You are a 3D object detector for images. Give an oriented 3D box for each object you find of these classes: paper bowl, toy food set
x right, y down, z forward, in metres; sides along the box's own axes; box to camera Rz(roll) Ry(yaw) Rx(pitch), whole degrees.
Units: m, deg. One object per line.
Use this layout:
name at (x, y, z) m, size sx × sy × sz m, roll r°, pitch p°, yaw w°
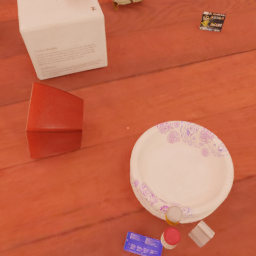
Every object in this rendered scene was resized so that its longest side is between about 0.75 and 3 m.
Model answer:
paper bowl at (1.321, 1.194, 7.394) m, size 2.547 × 1.325 × 2.547 m, roll 0°, pitch 58°, yaw 0°
toy food set at (1.379, 2.277, 5.190) m, size 0.948 × 0.894 × 1.986 m, roll -36°, pitch 65°, yaw -20°

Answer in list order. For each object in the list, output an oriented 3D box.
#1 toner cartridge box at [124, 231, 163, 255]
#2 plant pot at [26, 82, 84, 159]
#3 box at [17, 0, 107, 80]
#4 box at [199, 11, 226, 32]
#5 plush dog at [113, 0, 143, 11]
toner cartridge box at (0.387, 2.935, 6.982) m, size 0.920 × 0.199 × 0.437 m, roll 14°, pitch 58°, yaw 8°
plant pot at (-2.054, -0.140, 8.174) m, size 1.458 × 1.654 × 1.653 m, roll 4°, pitch 57°, yaw -12°
box at (-2.272, -3.537, 9.805) m, size 2.574 × 2.216 × 2.586 m, roll -14°, pitch 59°, yaw -8°
box at (3.343, -4.220, 11.128) m, size 0.883 × 0.712 × 0.217 m, roll 10°, pitch 59°, yaw 6°
plush dog at (0.054, -5.701, 11.794) m, size 1.434 × 1.670 × 1.340 m, roll -1°, pitch 91°, yaw 11°
